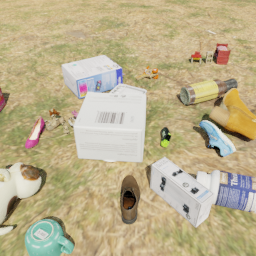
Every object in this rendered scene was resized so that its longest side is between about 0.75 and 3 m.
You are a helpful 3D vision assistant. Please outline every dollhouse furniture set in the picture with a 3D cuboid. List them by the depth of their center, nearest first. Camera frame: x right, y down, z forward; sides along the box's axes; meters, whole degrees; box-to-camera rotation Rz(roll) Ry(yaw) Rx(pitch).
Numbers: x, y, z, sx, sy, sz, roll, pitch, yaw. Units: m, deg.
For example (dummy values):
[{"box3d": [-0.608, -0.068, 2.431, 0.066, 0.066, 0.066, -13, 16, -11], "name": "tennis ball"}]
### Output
[{"box3d": [4.850, -4.442, 16.661, 2.196, 0.893, 1.182, 3, 38, 4], "name": "dollhouse furniture set"}]

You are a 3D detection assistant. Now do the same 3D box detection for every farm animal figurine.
[{"box3d": [-2.670, -0.237, 11.482, 1.268, 0.638, 1.024, 9, 60, 8], "name": "farm animal figurine"}]

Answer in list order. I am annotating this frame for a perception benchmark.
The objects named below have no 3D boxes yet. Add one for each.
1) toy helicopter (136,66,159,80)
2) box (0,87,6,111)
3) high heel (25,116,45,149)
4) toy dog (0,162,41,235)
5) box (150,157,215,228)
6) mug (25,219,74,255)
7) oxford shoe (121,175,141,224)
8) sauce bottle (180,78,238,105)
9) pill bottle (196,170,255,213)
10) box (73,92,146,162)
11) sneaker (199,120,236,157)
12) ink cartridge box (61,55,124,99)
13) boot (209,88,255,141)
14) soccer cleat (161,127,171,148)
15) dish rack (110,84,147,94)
[{"box3d": [0.975, -2.901, 15.031, 1.277, 0.504, 0.845, -23, 47, -12], "name": "toy helicopter"}, {"box3d": [-6.420, -0.831, 11.605, 1.360, 1.302, 2.728, 3, 38, 4], "name": "box"}, {"box3d": [-3.616, 0.169, 10.835, 0.466, 0.664, 1.384, 11, 39, 14], "name": "high heel"}, {"box3d": [-3.556, 1.787, 8.115, 2.069, 1.489, 2.134, 31, 45, 27], "name": "toy dog"}, {"box3d": [1.520, 1.845, 8.283, 0.576, 1.117, 1.915, -27, 44, -31], "name": "box"}, {"box3d": [-2.061, 2.850, 7.282, 1.175, 0.726, 0.965, -11, 39, -13], "name": "mug"}, {"box3d": [0.083, 1.975, 8.458, 0.613, 0.712, 1.688, -3, 36, 0], "name": "oxford shoe"}, {"box3d": [3.866, -1.777, 13.212, 2.892, 0.936, 0.936, -13, 39, -21], "name": "sauce bottle"}, {"box3d": [2.960, 1.831, 8.360, 1.849, 1.026, 1.026, 9, 38, 13], "name": "pill bottle"}, {"box3d": [-0.545, -0.094, 10.453, 2.359, 1.550, 2.372, 3, 38, 4], "name": "box"}, {"box3d": [3.174, 0.386, 10.419, 0.763, 0.664, 1.695, -42, 55, 8], "name": "sneaker"}, {"box3d": [-1.590, -2.715, 14.216, 2.921, 1.115, 1.993, -22, 42, -23], "name": "ink cartridge box"}, {"box3d": [4.795, -0.544, 11.701, 2.090, 1.027, 2.919, 31, 41, 19], "name": "boot"}, {"box3d": [1.504, 0.293, 10.798, 0.375, 0.451, 1.112, 27, 39, -11], "name": "soccer cleat"}, {"box3d": [-0.007, -1.558, 13.363, 1.563, 0.340, 1.341, 16, 39, 20], "name": "dish rack"}]
